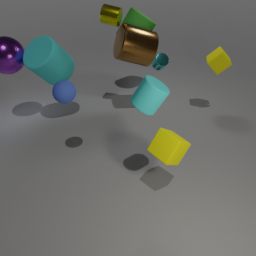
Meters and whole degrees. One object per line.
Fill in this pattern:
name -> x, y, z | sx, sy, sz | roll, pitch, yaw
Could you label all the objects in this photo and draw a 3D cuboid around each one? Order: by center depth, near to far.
cylinder -> 0.525, -0.786, 6.741 | 0.700, 0.700, 0.700 | 27, 28, -16
cube -> 1.074, 0.499, 7.349 | 0.700, 0.700, 0.700 | 38, 14, 33
ball -> -1.903, -1.075, 8.368 | 0.700, 0.700, 0.700 | 0, 31, 0
ball -> -4.583, -2.725, 10.551 | 1.400, 1.400, 1.400 | 0, 31, 0
cylinder -> -0.627, -4.249, 10.583 | 0.700, 0.700, 0.700 | 16, 33, 6
cylinder -> -3.006, -2.550, 10.738 | 1.400, 1.400, 1.400 | -8, 68, 21
cylinder -> 0.291, -3.269, 11.081 | 1.400, 1.400, 1.400 | 9, 27, -20
cube -> 3.732, -2.773, 11.530 | 0.700, 0.700, 0.700 | -35, 24, 31
cylinder -> 0.376, -4.698, 13.223 | 1.400, 1.400, 1.400 | 30, 22, -13
cylinder -> 1.656, -3.402, 14.407 | 0.700, 0.700, 0.700 | -9, -4, -15
